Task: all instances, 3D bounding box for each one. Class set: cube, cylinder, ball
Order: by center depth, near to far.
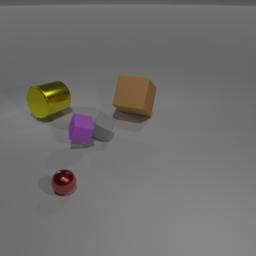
[{"bbox_3d":[-1.823,1.522,7.964,0.700,0.700,0.700,0,27,0],"label":"ball"},{"bbox_3d":[-1.671,0.001,9.941,0.700,0.700,0.700,11,39,-24],"label":"cube"},{"bbox_3d":[-0.975,-0.053,10.646,0.700,0.700,0.700,28,45,-9],"label":"cube"},{"bbox_3d":[0.323,-1.395,12.301,1.400,1.400,1.400,9,-7,20],"label":"cube"},{"bbox_3d":[-3.501,-1.285,12.440,1.400,1.400,1.400,17,27,29],"label":"cylinder"}]
